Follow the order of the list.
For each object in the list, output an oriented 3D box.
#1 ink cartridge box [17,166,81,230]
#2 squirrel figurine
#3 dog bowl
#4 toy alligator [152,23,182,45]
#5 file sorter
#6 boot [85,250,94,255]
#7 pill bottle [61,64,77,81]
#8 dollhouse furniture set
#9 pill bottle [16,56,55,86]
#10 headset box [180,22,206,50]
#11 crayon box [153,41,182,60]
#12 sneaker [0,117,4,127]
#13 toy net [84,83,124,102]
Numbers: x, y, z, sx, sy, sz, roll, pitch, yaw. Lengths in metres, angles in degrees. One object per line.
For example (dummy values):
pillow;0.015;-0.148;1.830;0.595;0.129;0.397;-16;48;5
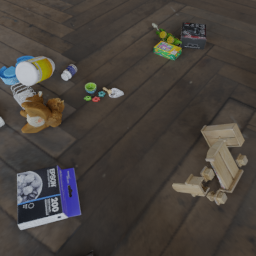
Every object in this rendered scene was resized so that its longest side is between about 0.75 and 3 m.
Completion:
ink cartridge box;-2.553;2.098;8.952;1.859;0.403;1.841;-11;49;-11
squirrel figurine;-3.391;-0.715;11.126;1.681;1.190;1.569;0;37;-19
dog bowl;-5.085;-2.682;13.100;1.057;0.470;1.897;29;54;23
toy alligator;1.970;-4.876;14.951;0.728;0.528;2.197;-5;42;-47
file sorter;-4.381;-1.424;11.878;0.722;0.648;1.041;-31;55;-25
boot;-1.291;3.924;7.312;1.111;0.442;1.276;-10;47;-8
pill bottle;-2.741;-2.575;13.021;0.446;0.446;0.771;18;52;15
dollhouse furniture set;2.743;1.297;9.278;1.258;1.473;2.843;-8;32;51
pill bottle;-3.934;-2.529;12.167;1.010;1.010;1.849;12;26;11
headset box;3.461;-4.857;14.875;1.286;0.667;1.728;7;50;6
crayon box;2.012;-3.952;14.279;1.239;0.361;0.736;27;54;23
sneaker;-5.907;-0.321;10.879;1.876;0.691;1.084;25;50;19
toy net;-1.045;-1.541;12.190;1.692;0.327;0.888;2;49;2
